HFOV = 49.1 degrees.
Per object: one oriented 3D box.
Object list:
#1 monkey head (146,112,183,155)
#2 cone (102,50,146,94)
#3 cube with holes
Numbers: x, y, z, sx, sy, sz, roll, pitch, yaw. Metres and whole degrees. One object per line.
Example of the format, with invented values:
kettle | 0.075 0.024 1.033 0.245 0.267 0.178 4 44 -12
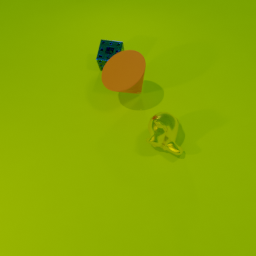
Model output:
monkey head | 0.970 0.110 6.762 1.036 0.868 1.441 29 17 19
cone | 0.121 -1.251 7.731 1.256 1.261 1.256 -11 63 22
cube with holes | -0.526 -2.235 8.774 0.700 0.700 0.700 9 74 8
